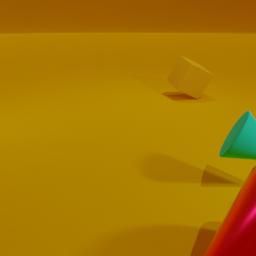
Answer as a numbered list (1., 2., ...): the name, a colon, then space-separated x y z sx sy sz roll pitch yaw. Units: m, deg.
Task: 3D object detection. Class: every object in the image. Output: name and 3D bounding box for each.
1. cone: 2.043 0.307 4.400 0.858 0.855 0.855 31 27 9
2. cube: 2.263 -1.865 10.292 1.029 1.029 1.029 19 24 -26
3. cone: 1.058 1.416 2.658 1.573 1.567 1.567 -30 25 -3
